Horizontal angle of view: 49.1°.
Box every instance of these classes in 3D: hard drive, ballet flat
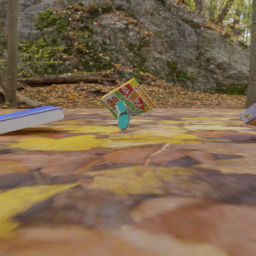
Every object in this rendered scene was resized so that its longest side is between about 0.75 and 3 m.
[{"bbox_3d":[-2.787,-0.295,7.731,1.656,0.318,2.511,-14,10,-19],"label":"hard drive"},{"bbox_3d":[-0.119,-0.295,7.424,0.372,0.982,0.314,-11,-34,6],"label":"ballet flat"}]

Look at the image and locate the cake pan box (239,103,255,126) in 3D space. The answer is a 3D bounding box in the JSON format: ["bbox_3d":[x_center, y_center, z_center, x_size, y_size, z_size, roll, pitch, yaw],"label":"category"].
[{"bbox_3d":[2.823,-0.398,5.606,0.870,0.247,0.945,6,-40,-49],"label":"cake pan box"}]

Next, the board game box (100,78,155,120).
[{"bbox_3d":[-0.122,-0.846,9.428,0.344,1.095,2.292,-47,15,-26],"label":"board game box"}]
